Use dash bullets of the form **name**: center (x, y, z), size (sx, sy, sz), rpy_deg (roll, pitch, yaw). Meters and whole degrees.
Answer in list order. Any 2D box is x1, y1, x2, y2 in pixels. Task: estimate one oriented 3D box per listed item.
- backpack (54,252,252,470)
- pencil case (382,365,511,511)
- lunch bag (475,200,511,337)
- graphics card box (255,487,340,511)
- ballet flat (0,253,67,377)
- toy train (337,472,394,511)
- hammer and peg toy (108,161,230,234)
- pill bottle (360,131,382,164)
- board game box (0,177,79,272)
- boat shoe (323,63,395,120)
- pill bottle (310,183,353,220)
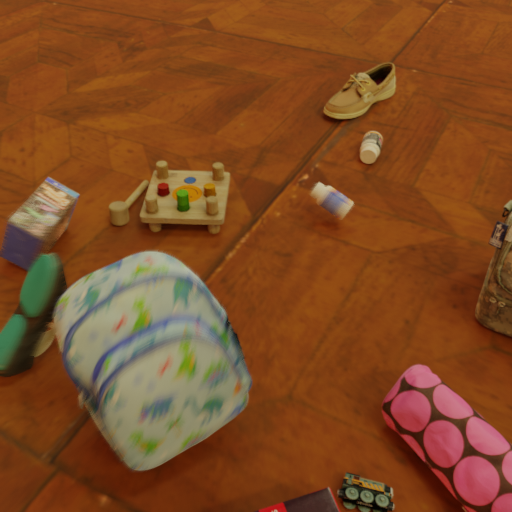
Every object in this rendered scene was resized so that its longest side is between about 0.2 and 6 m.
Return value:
- **backpack**: center (-1.341, 1.334, 7.462), size (2.271, 2.481, 1.823), rpy_deg (-29, 28, -11)
- **pencil case**: center (2.768, 2.661, 7.697), size (1.076, 1.111, 2.372), rpy_deg (23, 19, -46)
- **lunch bag**: center (5.174, 0.331, 9.284), size (2.629, 2.205, 1.832), rpy_deg (23, 47, 23)
- **graphics card box**: center (-0.130, 4.001, 6.375), size (2.899, 0.737, 1.819), rpy_deg (-12, 44, -12)
- **ballet flat**: center (-3.443, 0.929, 8.857), size (0.789, 2.307, 0.785), rpy_deg (14, 26, -51)
- **toy train**: center (1.486, 3.211, 7.571), size (0.757, 0.323, 0.432), rpy_deg (9, 34, 10)
- **hammer and peg toy**: center (-1.859, -1.341, 12.104), size (2.491, 0.878, 1.832), rpy_deg (2, 42, 3)
- **pill bottle**: center (2.835, -2.677, 13.867), size (0.494, 0.494, 0.849), rpy_deg (11, 45, 12)
- **board game box**: center (-4.243, -0.608, 10.985), size (0.698, 1.149, 1.441), rpy_deg (30, 44, -9)
- **boat shoe**: center (2.926, -4.687, 15.725), size (1.041, 0.934, 2.813), rpy_deg (32, 51, 30)
- **pill bottle**: center (1.573, -1.171, 11.765), size (0.842, 0.472, 0.472), rpy_deg (36, 49, 3)
